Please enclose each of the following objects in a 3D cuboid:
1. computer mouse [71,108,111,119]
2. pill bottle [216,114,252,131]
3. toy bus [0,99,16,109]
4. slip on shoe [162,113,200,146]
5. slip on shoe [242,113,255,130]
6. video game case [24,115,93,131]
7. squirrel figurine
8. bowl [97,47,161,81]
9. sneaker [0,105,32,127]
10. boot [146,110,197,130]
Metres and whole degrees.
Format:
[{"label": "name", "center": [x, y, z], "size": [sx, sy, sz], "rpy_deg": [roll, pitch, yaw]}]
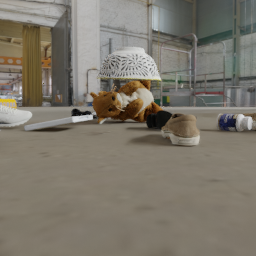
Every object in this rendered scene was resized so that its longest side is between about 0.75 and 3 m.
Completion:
[{"label": "computer mouse", "center": [-1.160, -0.736, 13.110], "size": [2.755, 0.604, 1.511], "rpy_deg": [-3, 5, -29]}, {"label": "pill bottle", "center": [2.844, -0.147, 7.497], "size": [0.832, 0.462, 0.462], "rpy_deg": [5, 7, 42]}, {"label": "toy bus", "center": [-5.348, -0.702, 11.051], "size": [0.756, 0.910, 2.323], "rpy_deg": [1, 5, 9]}, {"label": "slip on shoe", "center": [1.059, -0.033, 5.766], "size": [0.695, 0.554, 1.828], "rpy_deg": [0, 5, 5]}, {"label": "slip on shoe", "center": [4.208, -0.332, 7.292], "size": [1.086, 0.866, 2.857], "rpy_deg": [-3, 6, -32]}, {"label": "video game case", "center": [-1.912, -0.152, 7.921], "size": [1.467, 0.168, 1.335], "rpy_deg": [-9, 3, 15]}, {"label": "squirrel figurine", "center": [-0.369, -0.816, 10.475], "size": [2.356, 1.786, 2.524], "rpy_deg": [-17, 0, -35]}, {"label": "bowl", "center": [0.036, -1.854, 8.155], "size": [1.913, 0.898, 1.913], "rpy_deg": [2, 10, 0]}, {"label": "sneaker", "center": [-3.484, -0.377, 8.056], "size": [1.388, 0.559, 0.530], "rpy_deg": [-6, 24, 0]}, {"label": "boot", "center": [1.432, -0.255, 8.215], "size": [1.397, 0.556, 1.605], "rpy_deg": [-3, 4, -23]}]
